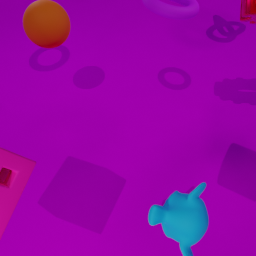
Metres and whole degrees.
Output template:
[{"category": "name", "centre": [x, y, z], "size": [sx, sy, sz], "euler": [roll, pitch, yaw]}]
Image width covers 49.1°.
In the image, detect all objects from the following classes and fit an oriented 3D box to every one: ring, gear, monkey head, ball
[{"category": "ring", "centre": [0.823, -2.416, 5.399], "size": [1.132, 0.226, 1.132], "euler": [8, 45, -8]}, {"category": "gear", "centre": [2.910, -2.057, 4.620], "size": [1.944, 0.360, 1.944], "euler": [-1, 11, 0]}, {"category": "monkey head", "centre": [0.708, 1.232, 3.812], "size": [0.657, 0.784, 1.090], "euler": [6, 83, 43]}, {"category": "ball", "centre": [-1.788, -2.286, 6.196], "size": [1.015, 1.015, 1.015], "euler": [0, 51, 0]}]

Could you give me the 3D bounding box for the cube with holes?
[{"category": "cube with holes", "centre": [-1.837, 0.527, 2.301], "size": [1.242, 1.242, 1.242], "euler": [10, 73, 41]}]
